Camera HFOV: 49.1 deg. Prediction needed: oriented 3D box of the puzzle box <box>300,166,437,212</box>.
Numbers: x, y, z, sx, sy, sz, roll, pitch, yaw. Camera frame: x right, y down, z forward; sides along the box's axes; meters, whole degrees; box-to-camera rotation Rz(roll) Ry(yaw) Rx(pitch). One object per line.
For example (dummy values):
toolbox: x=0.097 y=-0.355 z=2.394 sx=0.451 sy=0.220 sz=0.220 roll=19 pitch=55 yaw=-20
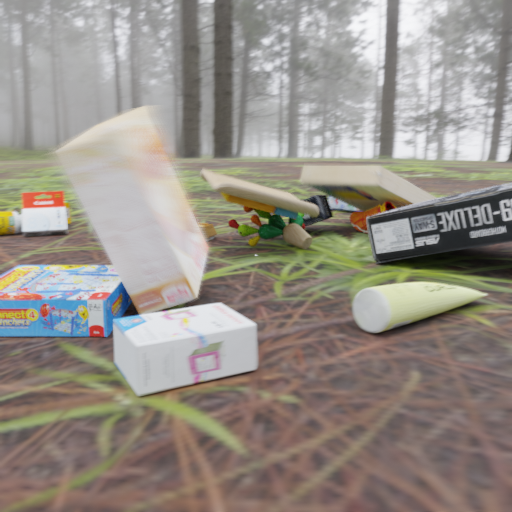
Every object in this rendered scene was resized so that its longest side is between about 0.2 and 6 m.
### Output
puzzle box: x=2.929 y=-1.446 z=13.351 sx=3.341 sy=0.425 sz=2.223 roll=16 pitch=-4 yaw=-44

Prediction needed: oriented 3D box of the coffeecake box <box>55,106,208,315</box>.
coffeecake box: x=-1.509 y=-0.648 z=7.469 sx=0.838 sy=2.295 sz=1.761 roll=-19 pitch=21 yaw=8

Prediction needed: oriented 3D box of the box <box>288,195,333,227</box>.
box: x=1.255 y=-1.031 z=13.107 sx=0.806 sy=0.568 sz=1.090 roll=-19 pitch=-1 yaw=22

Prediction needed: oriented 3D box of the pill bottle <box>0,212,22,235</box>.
pill bottle: x=-5.765 y=-0.745 z=12.869 sx=0.963 sy=0.543 sz=0.543 roll=-3 pitch=13 yaw=-30

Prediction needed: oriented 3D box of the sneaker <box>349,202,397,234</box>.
sneaker: x=2.894 y=-0.866 z=12.815 sx=0.776 sy=0.820 sz=2.127 roll=-7 pitch=13 yaw=-25

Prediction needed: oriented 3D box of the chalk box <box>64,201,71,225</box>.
chalk box: x=-5.315 y=-1.098 z=14.323 sx=0.967 sy=0.602 sz=0.599 roll=6 pitch=13 yaw=28

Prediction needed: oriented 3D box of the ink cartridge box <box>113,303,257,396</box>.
ink cartridge box: x=-0.711 y=0.883 z=5.591 sx=1.225 sy=0.518 sz=0.885 roll=-5 pitch=13 yaw=-28

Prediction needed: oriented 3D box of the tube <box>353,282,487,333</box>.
tube: x=2.090 y=0.552 z=7.211 sx=2.111 sy=0.548 sz=0.613 roll=-5 pitch=51 yaw=-41

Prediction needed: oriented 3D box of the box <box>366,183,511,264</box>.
box: x=4.213 y=-0.775 z=10.063 sx=3.602 sy=0.896 sz=2.840 roll=-11 pitch=3 yaw=36

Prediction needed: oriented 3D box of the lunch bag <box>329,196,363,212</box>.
lunch bag: x=3.009 y=-1.703 z=17.041 sx=1.652 sy=0.624 sz=1.324 roll=-8 pitch=13 yaw=-34

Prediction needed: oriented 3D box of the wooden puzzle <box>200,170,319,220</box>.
wooden puzzle: x=-0.017 y=-1.195 z=11.174 sx=2.036 sy=0.410 sz=2.201 roll=13 pitch=10 yaw=-17

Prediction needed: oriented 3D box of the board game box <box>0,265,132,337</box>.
board game box: x=-2.547 y=0.537 z=7.233 sx=1.664 sy=0.475 sz=1.700 roll=0 pitch=13 yaw=-1

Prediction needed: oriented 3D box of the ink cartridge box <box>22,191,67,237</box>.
ink cartridge box: x=-4.903 y=-1.034 z=12.947 sx=0.953 sy=1.190 sz=0.281 roll=-5 pitch=-24 yaw=-19

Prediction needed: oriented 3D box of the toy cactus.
toy cactus: x=0.489 y=-0.539 z=11.737 sx=1.874 sy=0.958 sz=1.546 roll=-7 pitch=33 yaw=-44

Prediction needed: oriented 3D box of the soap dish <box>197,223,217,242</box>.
soap dish: x=-1.403 y=-0.534 z=12.333 sx=0.881 sy=0.358 sz=0.693 roll=6 pitch=14 yaw=22
